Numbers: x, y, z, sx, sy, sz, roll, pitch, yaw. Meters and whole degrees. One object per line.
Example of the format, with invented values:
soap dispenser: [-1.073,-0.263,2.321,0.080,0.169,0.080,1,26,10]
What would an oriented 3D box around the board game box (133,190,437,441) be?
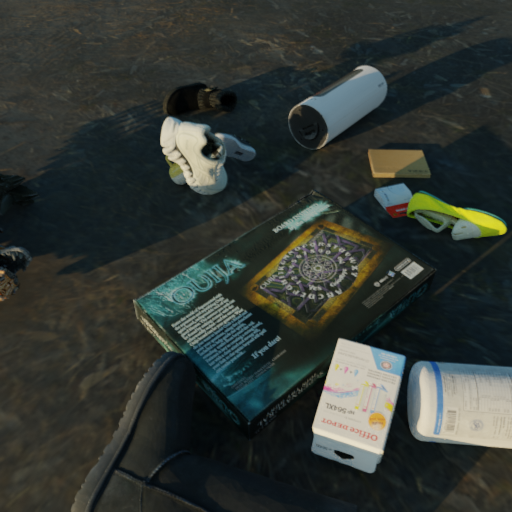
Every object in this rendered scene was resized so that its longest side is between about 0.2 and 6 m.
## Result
board game box: [0.562,0.681,9.872,4.479,0.631,3.030,-32,55,-27]

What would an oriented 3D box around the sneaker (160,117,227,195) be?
sneaker: [-1.074,-2.045,12.062,1.044,2.575,0.968,2,73,19]

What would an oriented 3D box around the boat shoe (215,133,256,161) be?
boat shoe: [-0.576,-2.665,13.385,0.530,1.543,0.437,-32,68,25]

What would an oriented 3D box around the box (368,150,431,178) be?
box: [3.546,-2.311,13.962,1.381,0.147,1.128,1,41,2]

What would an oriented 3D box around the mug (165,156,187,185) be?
mug: [-1.715,-2.091,13.197,0.677,0.825,0.661,-30,4,18]

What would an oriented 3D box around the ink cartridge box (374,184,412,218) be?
ink cartridge box: [3.220,-1.259,12.716,0.740,0.219,0.925,-12,42,-13]

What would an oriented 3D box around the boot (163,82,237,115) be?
boot: [-1.571,-4.367,15.873,1.396,0.703,1.867,28,48,28]

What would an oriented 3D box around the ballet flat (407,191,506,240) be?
ballet flat: [4.157,-0.723,11.878,2.087,0.697,0.699,27,70,31]

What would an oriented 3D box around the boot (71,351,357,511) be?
boot: [-0.272,2.861,7.318,3.305,1.085,2.724,12,54,20]

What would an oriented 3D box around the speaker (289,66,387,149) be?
speaker: [2.241,-4.022,15.091,1.254,1.254,3.089,28,49,28]

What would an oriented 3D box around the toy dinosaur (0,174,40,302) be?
toy dinosaur: [-6.594,-0.938,10.749,5.610,2.866,3.808,29,62,0]

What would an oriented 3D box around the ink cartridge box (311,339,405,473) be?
ink cartridge box: [1.450,2.168,8.005,0.999,0.973,1.554,13,63,16]

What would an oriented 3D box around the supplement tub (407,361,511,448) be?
supplement tub: [3.173,2.155,8.120,1.760,1.161,1.161,4,41,3]
